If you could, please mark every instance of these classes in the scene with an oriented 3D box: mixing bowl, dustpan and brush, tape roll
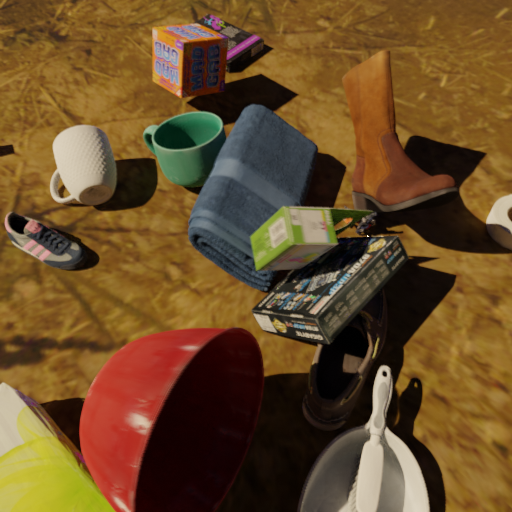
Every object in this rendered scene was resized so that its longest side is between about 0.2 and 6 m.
[{"bbox_3d":[-1.171,1.996,6.942,1.454,2.684,2.684,14,53,26],"label":"mixing bowl"},{"bbox_3d":[1.616,2.757,7.814,1.717,0.704,2.461,11,53,9],"label":"dustpan and brush"},{"bbox_3d":[4.980,-0.624,10.590,1.135,0.397,1.135,0,53,0],"label":"tape roll"}]

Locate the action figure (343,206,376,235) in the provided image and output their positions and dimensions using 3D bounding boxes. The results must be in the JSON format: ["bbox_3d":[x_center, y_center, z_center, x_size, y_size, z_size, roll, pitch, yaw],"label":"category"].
[{"bbox_3d":[1.950,-0.723,10.395,0.659,0.681,0.356,18,53,-18],"label":"action figure"}]

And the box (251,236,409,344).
[{"bbox_3d":[1.173,0.462,9.097,2.142,0.493,1.702,-42,22,-27],"label":"box"}]

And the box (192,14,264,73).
[{"bbox_3d":[-0.972,-5.469,14.329,1.932,0.349,1.381,35,59,22],"label":"box"}]

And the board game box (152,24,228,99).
[{"bbox_3d":[-1.441,-4.243,12.130,1.169,1.170,1.169,-21,44,-35],"label":"board game box"}]

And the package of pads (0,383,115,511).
[{"bbox_3d":[-3.139,3.381,7.117,3.088,1.053,2.385,35,60,23],"label":"package of pads"}]

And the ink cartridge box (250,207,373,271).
[{"bbox_3d":[0.931,-0.256,8.923,1.664,1.230,0.630,-1,71,-26],"label":"ink cartridge box"}]

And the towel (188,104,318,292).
[{"bbox_3d":[-0.020,-1.164,10.299,1.875,0.815,3.358,35,54,-20],"label":"towel"}]

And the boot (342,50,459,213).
[{"bbox_3d":[2.448,-2.153,9.769,0.944,2.594,2.756,-6,95,-15],"label":"boot"}]

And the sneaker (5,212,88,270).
[{"bbox_3d":[-3.858,-0.282,10.143,1.682,0.690,0.590,19,55,14],"label":"sneaker"}]

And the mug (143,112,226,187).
[{"bbox_3d":[-1.316,-2.118,11.256,1.422,1.070,1.731,-25,43,-13],"label":"mug"}]

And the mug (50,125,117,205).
[{"bbox_3d":[-3.453,-1.609,11.028,1.489,1.099,1.305,-30,64,15],"label":"mug"}]

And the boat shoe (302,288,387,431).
[{"bbox_3d":[1.480,1.336,8.820,0.997,0.826,2.775,20,55,15],"label":"boat shoe"}]
